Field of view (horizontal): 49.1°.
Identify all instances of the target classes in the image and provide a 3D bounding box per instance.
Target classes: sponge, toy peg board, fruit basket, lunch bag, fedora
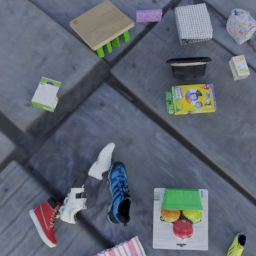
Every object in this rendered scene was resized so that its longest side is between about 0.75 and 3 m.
[{"bbox_3d":[0.886,-4.789,11.978,1.092,0.609,0.163,-3,76,-1],"label":"sponge"},{"bbox_3d":[-1.043,-4.052,11.741,1.975,0.966,1.967,-35,62,-11],"label":"toy peg board"},{"bbox_3d":[1.825,3.138,9.744,1.904,0.963,2.055,1,90,0],"label":"fruit basket"},{"bbox_3d":[4.672,-4.279,11.624,0.757,1.010,1.191,-36,76,-7],"label":"lunch bag"},{"bbox_3d":[2.386,-2.325,11.038,1.796,1.796,0.820,-5,107,-1],"label":"fedora"}]

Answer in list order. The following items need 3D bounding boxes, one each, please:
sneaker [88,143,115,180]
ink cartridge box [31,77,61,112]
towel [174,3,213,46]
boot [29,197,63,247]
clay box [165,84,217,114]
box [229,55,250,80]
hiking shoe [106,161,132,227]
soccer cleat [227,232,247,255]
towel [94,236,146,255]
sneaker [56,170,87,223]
[{"bbox_3d":[-0.816,1.252,10.379,0.729,0.572,1.467,32,85,1],"label":"sneaker"},{"bbox_3d":[-3.180,-1.327,11.103,0.851,0.436,1.152,17,74,5],"label":"ink cartridge box"},{"bbox_3d":[2.742,-4.339,11.821,1.388,0.717,1.677,-7,73,-4],"label":"towel"},{"bbox_3d":[-2.620,3.246,9.784,1.095,0.550,1.518,-32,73,-10],"label":"boot"},{"bbox_3d":[2.458,-1.132,11.037,1.862,0.443,1.070,-4,74,-2],"label":"clay box"},{"bbox_3d":[4.526,-2.453,11.409,0.488,0.440,0.868,-10,75,-4],"label":"box"},{"bbox_3d":[-0.188,2.241,9.735,0.809,0.942,2.173,7,77,-38],"label":"hiking shoe"},{"bbox_3d":[3.716,4.129,9.532,0.394,0.510,1.220,24,76,6],"label":"soccer cleat"},{"bbox_3d":[-0.472,5.053,9.342,2.592,0.388,1.896,-23,76,-6],"label":"towel"},{"bbox_3d":[-1.740,2.456,9.940,0.841,0.704,1.899,23,85,6],"label":"sneaker"}]
